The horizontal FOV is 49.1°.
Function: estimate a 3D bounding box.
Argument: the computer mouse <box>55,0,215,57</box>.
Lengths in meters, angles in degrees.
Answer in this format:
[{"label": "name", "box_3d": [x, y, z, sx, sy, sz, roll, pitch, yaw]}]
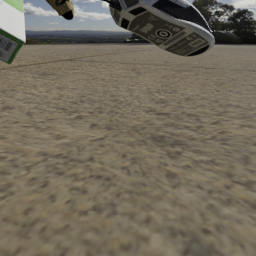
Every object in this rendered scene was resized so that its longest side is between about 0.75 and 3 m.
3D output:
[{"label": "computer mouse", "box_3d": [0.211, -1.797, 4.158, 2.545, 0.558, 1.395, 18, -13, -25]}]

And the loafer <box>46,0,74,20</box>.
[{"label": "loafer", "box_3d": [-2.295, -4.322, 9.693, 0.713, 0.632, 1.874, -25, -5, 14]}]

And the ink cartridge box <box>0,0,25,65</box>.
[{"label": "ink cartridge box", "box_3d": [-3.247, -2.700, 6.717, 1.293, 0.739, 2.491, 25, 31, -38]}]
